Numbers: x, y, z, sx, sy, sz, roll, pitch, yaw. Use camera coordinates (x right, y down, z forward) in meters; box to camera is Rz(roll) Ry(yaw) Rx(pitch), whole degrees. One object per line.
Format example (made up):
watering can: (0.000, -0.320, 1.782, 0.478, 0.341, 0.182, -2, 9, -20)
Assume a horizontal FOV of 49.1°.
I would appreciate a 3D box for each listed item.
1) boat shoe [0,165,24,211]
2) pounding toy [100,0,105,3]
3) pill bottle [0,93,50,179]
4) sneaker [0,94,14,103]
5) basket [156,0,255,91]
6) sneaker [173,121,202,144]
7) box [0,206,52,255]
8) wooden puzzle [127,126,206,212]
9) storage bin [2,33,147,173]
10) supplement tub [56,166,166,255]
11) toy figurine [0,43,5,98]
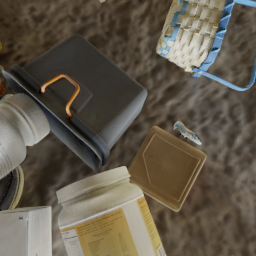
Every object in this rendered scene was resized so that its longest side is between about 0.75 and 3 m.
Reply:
boat shoe: (-3.312, 1.927, 5.999, 1.030, 1.279, 2.757, 25, 79, 5)
pounding toy: (-0.461, -4.657, 6.723, 1.552, 2.706, 1.547, -20, 38, 2)
pill bottle: (-3.012, 0.398, 5.826, 1.498, 1.498, 2.620, 41, 54, 8)
sneaker: (-3.527, -0.400, 6.873, 0.961, 0.586, 1.473, 33, 79, 5)
basket: (2.093, -2.267, 6.684, 2.454, 1.707, 2.164, 21, 84, 3)
sneaker: (1.463, 0.159, 6.896, 0.802, 0.288, 0.291, 40, 92, 16)
box: (-2.193, 2.286, 5.749, 0.856, 1.609, 1.225, -4, 77, -1)
wooden puzzle: (0.891, 0.935, 6.713, 1.494, 0.301, 1.615, 30, 71, 7)
storage bin: (-1.029, -0.755, 6.353, 2.860, 2.082, 1.921, 40, 70, 8)
supplement tub: (-0.321, 2.221, 5.653, 1.823, 1.823, 2.521, -20, 79, -4)
toy figurine: (-4.076, -1.480, 6.746, 2.059, 1.455, 2.092, -15, 76, -9)
